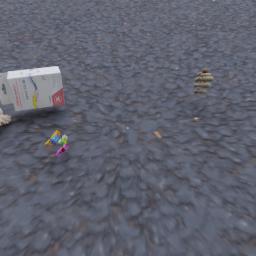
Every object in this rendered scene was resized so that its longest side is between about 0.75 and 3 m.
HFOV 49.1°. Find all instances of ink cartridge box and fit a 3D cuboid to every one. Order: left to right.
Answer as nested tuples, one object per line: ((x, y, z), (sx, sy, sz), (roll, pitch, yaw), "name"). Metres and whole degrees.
((-2.603, -1.026, 7.474), (1.650, 0.961, 0.557), (-11, 33, -16), "ink cartridge box")

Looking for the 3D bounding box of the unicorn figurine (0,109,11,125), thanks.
((-4.108, -0.623, 7.439), (2.265, 0.836, 1.555), (39, 23, 4), "unicorn figurine")

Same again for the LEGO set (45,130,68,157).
((-1.607, 0.339, 6.205), (0.396, 0.368, 0.965), (-46, 18, 1), "LEGO set")

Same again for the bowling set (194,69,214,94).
((2.074, -1.383, 7.969), (0.456, 0.850, 0.591), (0, 62, -3), "bowling set")
